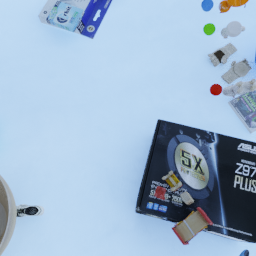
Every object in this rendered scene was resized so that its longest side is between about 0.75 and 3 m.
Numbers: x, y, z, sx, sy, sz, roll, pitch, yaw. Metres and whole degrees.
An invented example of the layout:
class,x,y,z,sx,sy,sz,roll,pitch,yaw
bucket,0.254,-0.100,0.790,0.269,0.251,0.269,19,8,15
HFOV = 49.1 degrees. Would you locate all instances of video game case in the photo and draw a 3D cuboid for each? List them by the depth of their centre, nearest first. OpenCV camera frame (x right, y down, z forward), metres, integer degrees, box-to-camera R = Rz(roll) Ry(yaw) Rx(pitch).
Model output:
class,x,y,z,sx,sy,sz,roll,pitch,yaw
video game case,3.851,-0.561,8.613,1.073,0.138,1.181,-28,73,-10

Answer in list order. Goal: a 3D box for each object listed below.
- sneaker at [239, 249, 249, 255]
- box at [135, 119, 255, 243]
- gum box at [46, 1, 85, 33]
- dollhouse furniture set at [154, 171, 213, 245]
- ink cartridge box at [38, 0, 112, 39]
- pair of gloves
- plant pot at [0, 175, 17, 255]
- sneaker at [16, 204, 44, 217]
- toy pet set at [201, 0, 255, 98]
class,x,y,z,sx,sy,sz,roll,pitch,yaw
sneaker,2.314,2.940,6.039,0.318,0.267,0.811,24,79,51
box,1.878,1.373,7.317,2.944,1.268,2.411,15,71,5
gum box,-2.061,-3.686,9.246,0.978,0.218,0.831,22,73,7
dollhouse furniture set,1.161,1.795,6.342,0.774,0.585,1.438,-39,63,4
ink cartridge box,-1.780,-4.265,9.787,2.010,0.408,2.006,19,72,7
pair of gloves,3.337,-2.142,9.132,1.089,0.224,1.280,-29,74,-10
plant pot,-3.895,2.221,6.688,2.776,1.864,2.776,1,70,-2
sneaker,-2.745,2.197,7.496,0.915,0.401,0.346,-5,72,0
toy pet set,3.677,-2.413,8.602,2.680,1.524,2.871,-4,89,12
